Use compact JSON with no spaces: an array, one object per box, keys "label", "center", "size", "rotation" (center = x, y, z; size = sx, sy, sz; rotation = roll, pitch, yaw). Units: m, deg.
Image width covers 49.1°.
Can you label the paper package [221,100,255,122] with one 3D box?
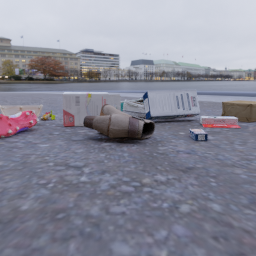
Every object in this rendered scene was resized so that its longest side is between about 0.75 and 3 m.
[{"label":"paper package","center":[5.646,-0.846,13.577],"size":[1.704,0.881,1.624],"rotation":[-8,13,-38]}]

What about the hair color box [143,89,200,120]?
[{"label":"hair color box","center":[2.031,-1.093,13.126],"size":[2.499,1.250,0.756],"rotation":[-4,-11,-16]}]

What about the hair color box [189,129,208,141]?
[{"label":"hair color box","center":[2.301,0.221,9.199],"size":[0.414,0.251,0.829],"rotation":[0,10,-1]}]

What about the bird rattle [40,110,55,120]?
[{"label":"bird rattle","center":[-3.938,-0.593,13.569],"size":[0.834,0.470,0.680],"rotation":[5,27,43]}]

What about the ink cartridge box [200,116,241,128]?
[{"label":"ink cartridge box","center":[3.866,-0.266,11.827],"size":[1.484,0.332,1.308],"rotation":[1,9,8]}]

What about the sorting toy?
[{"label":"sorting toy","center":[-4.631,-0.531,12.130],"size":[1.693,0.904,1.524],"rotation":[-3,3,-23]}]

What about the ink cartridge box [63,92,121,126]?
[{"label":"ink cartridge box","center":[-1.524,-0.814,11.899],"size":[2.372,1.381,0.800],"rotation":[0,10,-8]}]

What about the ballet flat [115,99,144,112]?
[{"label":"ballet flat","center":[0.803,-1.104,15.199],"size":[2.956,1.026,1.026],"rotation":[-1,9,9]}]

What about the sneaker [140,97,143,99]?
[{"label":"sneaker","center":[1.662,-1.696,18.453],"size":[2.212,0.891,1.619],"rotation":[-10,17,-22]}]

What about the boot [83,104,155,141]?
[{"label":"boot","center":[-0.105,-0.151,9.692],"size":[2.109,1.013,2.884],"rotation":[9,14,18]}]

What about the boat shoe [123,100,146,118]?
[{"label":"boat shoe","center":[1.085,-1.017,14.142],"size":[2.701,0.943,0.957],"rotation":[6,11,8]}]

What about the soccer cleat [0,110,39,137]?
[{"label":"soccer cleat","center":[-4.242,-0.090,9.958],"size":[0.946,0.825,2.474],"rotation":[-25,2,26]}]
